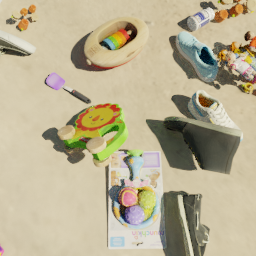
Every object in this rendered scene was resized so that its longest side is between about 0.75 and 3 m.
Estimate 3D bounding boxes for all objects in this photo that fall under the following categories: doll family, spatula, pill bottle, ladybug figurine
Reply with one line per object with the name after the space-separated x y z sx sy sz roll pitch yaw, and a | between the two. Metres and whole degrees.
3.873 -2.306 9.524 1.491 1.082 2.401 40 58 10 | doll family
-2.014 -1.312 9.631 1.814 0.186 0.513 31 70 14 | spatula
2.824 -4.214 10.814 0.980 0.567 0.567 -34 69 -15 | pill bottle
-0.414 -2.944 9.990 2.602 0.936 1.766 -35 69 -16 | ladybug figurine

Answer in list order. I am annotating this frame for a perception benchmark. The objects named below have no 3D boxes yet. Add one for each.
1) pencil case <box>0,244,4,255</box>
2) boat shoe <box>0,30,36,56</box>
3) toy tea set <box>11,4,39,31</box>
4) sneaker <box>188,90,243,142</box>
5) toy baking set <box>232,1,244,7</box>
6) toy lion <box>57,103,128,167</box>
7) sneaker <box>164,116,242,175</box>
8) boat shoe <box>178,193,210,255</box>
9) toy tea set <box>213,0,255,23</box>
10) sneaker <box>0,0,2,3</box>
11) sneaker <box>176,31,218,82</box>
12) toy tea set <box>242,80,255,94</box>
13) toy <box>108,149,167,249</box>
-4.134 2.652 7.326 0.955 0.955 2.161 -37 69 -16 | pencil case
-4.699 -3.114 10.181 2.717 0.961 0.865 21 99 1 | boat shoe
-3.977 -4.323 10.967 0.741 0.461 1.246 51 50 -13 | toy tea set
2.747 -0.322 8.792 0.794 0.838 2.076 -38 70 -18 | sneaker
4.681 -5.438 11.643 0.874 0.132 1.138 -5 64 -2 | toy baking set
-0.832 -0.006 8.270 2.167 0.744 2.077 18 49 42 | toy lion
1.908 0.442 8.105 2.476 0.926 1.315 15 93 47 | sneaker
1.803 2.809 7.302 0.749 0.795 2.215 -5 62 2 | boat shoe
4.123 -4.928 11.214 2.018 0.747 1.200 -24 99 -14 | toy tea set
-5.468 -5.227 11.365 0.463 0.449 1.268 4 64 2 | sneaker
2.512 -2.767 9.908 0.852 0.944 2.305 -26 67 -13 | sneaker
4.653 -1.438 9.504 1.395 0.516 0.829 24 67 11 | toy tea set
0.229 1.883 7.839 1.581 0.648 2.746 -1 64 0 | toy
